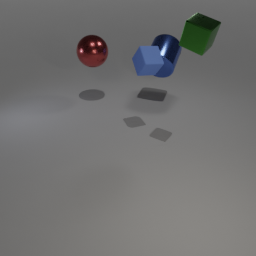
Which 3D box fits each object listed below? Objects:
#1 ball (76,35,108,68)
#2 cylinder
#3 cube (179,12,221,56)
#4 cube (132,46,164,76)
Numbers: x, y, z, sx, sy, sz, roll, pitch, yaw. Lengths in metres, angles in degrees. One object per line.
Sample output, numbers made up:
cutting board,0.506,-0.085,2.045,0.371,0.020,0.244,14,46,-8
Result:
ball,-1.567,-3.382,12.358,1.400,1.400,1.400,0,29,0
cylinder,1.584,-3.257,12.711,1.400,1.400,1.400,12,60,20
cube,1.843,-2.422,7.212,0.700,0.700,0.700,31,50,18
cube,0.648,-2.209,9.238,0.700,0.700,0.700,-8,71,-25
